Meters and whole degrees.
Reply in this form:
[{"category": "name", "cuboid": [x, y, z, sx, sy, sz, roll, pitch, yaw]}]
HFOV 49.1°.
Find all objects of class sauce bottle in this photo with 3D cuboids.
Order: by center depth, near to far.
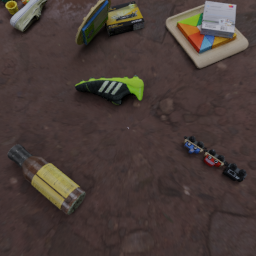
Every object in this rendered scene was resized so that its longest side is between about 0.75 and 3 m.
[{"category": "sauce bottle", "cuboid": [-2.448, 1.420, 8.263, 2.615, 0.846, 0.846, 37, 71, 14]}]

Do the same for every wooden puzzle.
[{"category": "wooden puzzle", "cuboid": [3.013, -3.675, 10.732, 2.321, 0.467, 2.509, -24, 68, -11]}]

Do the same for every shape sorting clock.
[{"category": "shape sorting clock", "cuboid": [-1.248, -3.788, 9.987, 0.381, 1.940, 1.940, 38, 71, 1]}]

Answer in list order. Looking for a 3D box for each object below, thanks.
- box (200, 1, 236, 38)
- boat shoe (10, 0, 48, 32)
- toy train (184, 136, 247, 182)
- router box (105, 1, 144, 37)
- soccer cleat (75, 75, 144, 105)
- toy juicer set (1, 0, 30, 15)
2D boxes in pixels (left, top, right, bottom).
[{"category": "box", "cuboid": [3.416, -4.108, 10.566, 1.195, 0.315, 1.532, 10, 63, 7]}, {"category": "boat shoe", "cuboid": [-3.793, -4.568, 11.111, 0.608, 0.705, 1.959, 41, 72, -12]}, {"category": "toy train", "cuboid": [2.631, 0.965, 8.748, 2.205, 0.376, 0.505, 35, 83, 13]}, {"category": "router box", "cuboid": [-0.221, -4.326, 11.061, 1.459, 0.381, 1.148, -18, 67, -8]}, {"category": "soccer cleat", "cuboid": [-0.643, -1.254, 9.516, 2.363, 0.798, 0.958, -2, 94, 7]}, {"category": "toy juicer set", "cuboid": [-4.835, -5.675, 11.569, 1.318, 0.564, 2.072, -38, 71, -15]}]
